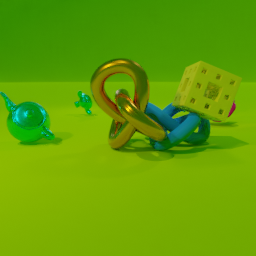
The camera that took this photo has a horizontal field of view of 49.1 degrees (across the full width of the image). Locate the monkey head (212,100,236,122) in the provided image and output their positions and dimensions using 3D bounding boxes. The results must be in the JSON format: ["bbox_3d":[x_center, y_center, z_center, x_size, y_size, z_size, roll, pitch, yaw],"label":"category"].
[{"bbox_3d":[3.063,-0.841,9.396,1.180,0.989,1.641,-44,3,-43],"label":"monkey head"}]

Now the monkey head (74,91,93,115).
[{"bbox_3d":[-1.877,-1.044,11.644,0.779,1.083,0.652,-23,18,4],"label":"monkey head"}]

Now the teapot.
[{"bbox_3d":[-2.398,-0.234,6.676,1.013,1.629,0.798,-51,1,-31],"label":"teapot"}]

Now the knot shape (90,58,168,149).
[{"bbox_3d":[-0.067,-0.317,6.058,0.926,2.004,1.875,-24,-17,-27],"label":"knot shape"}]

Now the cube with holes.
[{"bbox_3d":[1.735,-0.797,6.347,0.987,0.987,0.987,21,2,-7],"label":"cube with holes"}]

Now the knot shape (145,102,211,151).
[{"bbox_3d":[1.211,-0.135,6.764,1.808,0.893,1.932,-5,24,-25],"label":"knot shape"}]
